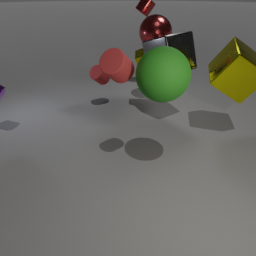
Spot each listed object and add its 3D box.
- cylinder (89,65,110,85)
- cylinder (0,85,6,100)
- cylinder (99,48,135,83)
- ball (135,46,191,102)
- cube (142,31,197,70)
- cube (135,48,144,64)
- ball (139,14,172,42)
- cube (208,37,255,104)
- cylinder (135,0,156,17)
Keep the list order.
[{"bbox_3d":[-1.249,-2.375,12.534,0.700,0.700,0.700,20,-4,33],"label":"cylinder"},{"bbox_3d":[-4.854,-1.321,9.984,0.700,0.700,0.700,32,26,-12],"label":"cylinder"},{"bbox_3d":[-0.273,-1.583,7.171,0.700,0.700,0.700,14,-5,25],"label":"cylinder"},{"bbox_3d":[0.887,-1.353,7.114,1.400,1.400,1.400,0,28,0],"label":"ball"},{"bbox_3d":[1.591,-2.803,10.741,1.400,1.400,1.400,-21,17,-31],"label":"cube"},{"bbox_3d":[0.733,-2.877,11.676,0.700,0.700,0.700,-14,40,17],"label":"cube"},{"bbox_3d":[1.174,-4.091,11.925,1.400,1.400,1.400,0,28,0],"label":"ball"},{"bbox_3d":[3.819,-2.007,9.787,1.400,1.400,1.400,30,40,-13],"label":"cube"},{"bbox_3d":[0.821,-5.730,13.160,0.700,0.700,0.700,33,20,-14],"label":"cylinder"}]
